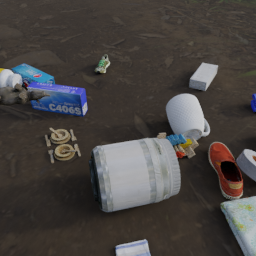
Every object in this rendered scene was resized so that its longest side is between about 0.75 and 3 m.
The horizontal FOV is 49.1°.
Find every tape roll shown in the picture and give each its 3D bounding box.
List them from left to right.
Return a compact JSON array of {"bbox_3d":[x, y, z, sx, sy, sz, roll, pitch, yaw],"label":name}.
[{"bbox_3d":[4.291,1.289,9.275,1.315,0.434,1.315,23,27,-12],"label":"tape roll"}]

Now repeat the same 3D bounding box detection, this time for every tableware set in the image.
[{"bbox_3d":[-2.513,0.554,10.679,1.133,0.344,1.714,-13,41,-16],"label":"tableware set"}]

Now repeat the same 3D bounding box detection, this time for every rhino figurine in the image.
[{"bbox_3d":[-3.209,-0.961,8.206,1.844,0.806,0.551,-4,80,-27],"label":"rhino figurine"}]

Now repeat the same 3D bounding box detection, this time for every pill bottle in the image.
[{"bbox_3d":[-6.258,-2.358,13.686,1.960,1.098,1.098,10,40,11],"label":"pill bottle"}]

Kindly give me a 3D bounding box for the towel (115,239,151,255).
[{"bbox_3d":[0.202,3.510,7.182,0.909,0.147,1.238,-8,40,-8],"label":"towel"}]

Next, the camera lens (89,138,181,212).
[{"bbox_3d":[0.111,1.360,8.397,2.425,1.940,1.940,-9,40,-10],"label":"camera lens"}]

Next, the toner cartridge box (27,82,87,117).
[{"bbox_3d":[-3.071,-1.266,12.281,2.474,1.175,0.534,9,40,11],"label":"toner cartridge box"}]

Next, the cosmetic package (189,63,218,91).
[{"bbox_3d":[3.944,-2.685,14.537,0.866,0.531,2.098,20,43,22],"label":"cosmetic package"}]

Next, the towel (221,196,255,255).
[{"bbox_3d":[3.810,2.782,7.816,1.719,0.484,2.008,-6,39,-8],"label":"towel"}]

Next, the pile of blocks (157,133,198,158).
[{"bbox_3d":[1.475,0.743,9.948,2.384,0.978,0.741,-8,40,-11],"label":"pile of blocks"}]

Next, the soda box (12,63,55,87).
[{"bbox_3d":[-4.738,-2.443,14.054,2.391,0.767,0.811,26,46,29],"label":"soda box"}]

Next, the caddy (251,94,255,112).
[{"bbox_3d":[5.870,-1.114,12.472,0.529,0.713,1.009,0,39,9],"label":"caddy"}]

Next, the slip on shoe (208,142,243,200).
[{"bbox_3d":[3.335,1.265,9.495,0.898,0.742,2.424,0,37,3],"label":"slip on shoe"}]

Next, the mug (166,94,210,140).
[{"bbox_3d":[2.495,-0.246,11.062,1.826,1.348,1.601,18,43,-26],"label":"mug"}]

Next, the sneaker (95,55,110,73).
[{"bbox_3d":[-1.448,-3.576,15.503,0.615,0.708,1.598,7,39,9],"label":"sneaker"}]
